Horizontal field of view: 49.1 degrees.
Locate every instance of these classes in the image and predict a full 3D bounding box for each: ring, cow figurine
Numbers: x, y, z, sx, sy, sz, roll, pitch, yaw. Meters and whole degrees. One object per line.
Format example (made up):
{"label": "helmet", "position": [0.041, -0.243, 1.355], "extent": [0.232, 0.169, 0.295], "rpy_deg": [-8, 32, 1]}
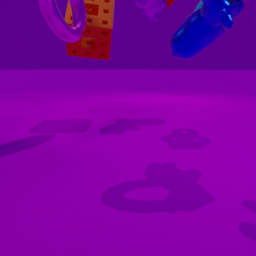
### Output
{"label": "ring", "position": [-1.563, -3.052, 6.791], "extent": [0.383, 1.917, 1.917], "rpy_deg": [-7, 10, 20]}
{"label": "cow figurine", "position": [0.669, -4.062, 8.872], "extent": [1.680, 0.922, 1.653], "rpy_deg": [-40, -8, -38]}
{"label": "cow figurine", "position": [1.217, -1.673, 4.633], "extent": [1.360, 0.746, 1.338], "rpy_deg": [-40, -2, 26]}

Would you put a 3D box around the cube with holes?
{"label": "cube with holes", "position": [-1.159, -3.116, 8.639], "extent": [1.339, 1.339, 1.339], "rpy_deg": [5, -27, -6]}

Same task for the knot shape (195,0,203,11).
{"label": "knot shape", "position": [2.217, -3.600, 7.283], "extent": [0.869, 1.881, 1.760], "rpy_deg": [-2, 42, 4]}

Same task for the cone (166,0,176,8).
{"label": "cone", "position": [1.567, -4.719, 9.697], "extent": [1.138, 1.142, 1.138], "rpy_deg": [18, 12, -4]}
